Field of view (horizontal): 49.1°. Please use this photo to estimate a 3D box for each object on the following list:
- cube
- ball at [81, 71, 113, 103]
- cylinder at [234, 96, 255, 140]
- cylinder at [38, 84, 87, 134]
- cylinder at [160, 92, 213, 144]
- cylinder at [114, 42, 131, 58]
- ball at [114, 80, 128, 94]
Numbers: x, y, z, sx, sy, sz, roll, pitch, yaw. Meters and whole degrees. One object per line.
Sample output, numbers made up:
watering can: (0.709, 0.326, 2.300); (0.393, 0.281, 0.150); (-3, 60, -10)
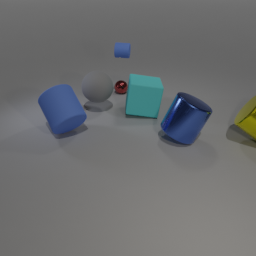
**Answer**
cube: (0.680, -1.431, 12.305); (1.400, 1.400, 1.400); (7, 28, -5)
ball: (-1.343, -1.811, 12.330); (1.400, 1.400, 1.400); (0, 28, 0)
cylinder: (4.779, -0.263, 9.898); (1.400, 1.400, 1.400); (38, 35, 2)
cylinder: (-2.488, -0.704, 10.657); (1.400, 1.400, 1.400); (-21, 74, -33)
cylinder: (2.101, -0.366, 10.180); (1.400, 1.400, 1.400); (22, 24, -10)
cylinder: (-0.264, -3.731, 13.469); (0.700, 0.700, 0.700); (5, 29, 6)
ball: (-0.360, -2.148, 14.665); (0.700, 0.700, 0.700); (0, 28, 0)
